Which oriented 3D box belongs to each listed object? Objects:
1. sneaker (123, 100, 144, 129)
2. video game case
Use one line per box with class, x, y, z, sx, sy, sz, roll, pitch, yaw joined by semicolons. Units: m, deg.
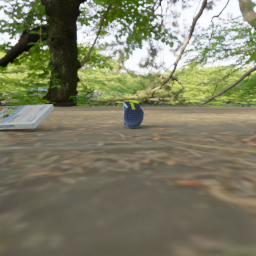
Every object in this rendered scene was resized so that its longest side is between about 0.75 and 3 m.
sneaker;0.123;-0.279;7.715;0.551;0.613;1.489;5;25;-3
video game case;-2.881;-0.278;6.921;1.737;0.157;1.244;-2;25;8
